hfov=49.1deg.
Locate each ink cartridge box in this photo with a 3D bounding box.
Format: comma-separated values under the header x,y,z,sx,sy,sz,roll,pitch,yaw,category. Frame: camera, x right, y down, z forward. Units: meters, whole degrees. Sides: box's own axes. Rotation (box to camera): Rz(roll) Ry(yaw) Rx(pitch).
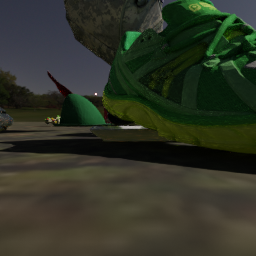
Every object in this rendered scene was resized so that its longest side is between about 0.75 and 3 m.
x,y,z,sx,sy,sz,roll,pitch,yaw,category
0.151,-0.540,12.531,2.011,0.838,1.460,1,2,31,ink cartridge box

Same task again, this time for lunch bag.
x,y,z,sx,sy,sz,roll,pitch,yaw,category
-0.330,-2.576,6.069,2.231,1.555,1.871,42,-13,25,lunch bag

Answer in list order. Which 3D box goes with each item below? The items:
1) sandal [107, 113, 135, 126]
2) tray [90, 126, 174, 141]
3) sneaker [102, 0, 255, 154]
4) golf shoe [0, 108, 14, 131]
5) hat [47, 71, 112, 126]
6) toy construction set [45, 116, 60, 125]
x,y,z,sx,sy,sz,roll,pitch,yaw,category
0.191,-0.653,10.789,2.798,1.064,0.599,2,-37,47,sandal
0.270,0.056,3.056,1.333,0.148,0.715,0,1,-4,tray
0.592,-0.482,2.191,1.010,1.140,2.727,-2,12,-35,sneaker
-2.276,-0.224,4.418,0.890,0.717,1.831,6,0,-22,golf shoe
-1.896,-1.217,10.774,2.599,2.288,2.153,0,2,-9,hat
-3.797,-0.379,14.150,0.967,0.446,0.634,-7,24,9,toy construction set
